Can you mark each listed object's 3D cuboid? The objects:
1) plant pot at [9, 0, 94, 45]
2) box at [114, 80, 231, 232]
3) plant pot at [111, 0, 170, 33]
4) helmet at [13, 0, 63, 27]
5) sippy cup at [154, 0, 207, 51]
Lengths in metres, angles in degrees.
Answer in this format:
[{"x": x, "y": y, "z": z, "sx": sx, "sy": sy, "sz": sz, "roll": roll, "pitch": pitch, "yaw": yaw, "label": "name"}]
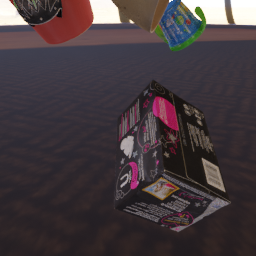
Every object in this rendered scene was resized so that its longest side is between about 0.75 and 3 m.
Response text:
[{"x": -2.042, "y": -3.573, "z": 7.540, "sx": 2.294, "sy": 2.030, "sz": 2.294, "roll": -14, "pitch": 45, "yaw": 15, "label": "plant pot"}, {"x": 0.301, "y": 0.215, "z": 2.282, "sx": 0.651, "sy": 0.565, "sz": 0.984, "roll": 28, "pitch": 38, "yaw": -24, "label": "box"}, {"x": 0.200, "y": -2.889, "z": 4.820, "sx": 1.369, "sy": 2.040, "sz": 2.040, "roll": 25, "pitch": 27, "yaw": 3, "label": "plant pot"}, {"x": -1.816, "y": -2.553, "z": 5.642, "sx": 1.016, "sy": 1.016, "sz": 0.968, "roll": 0, "pitch": 7, "yaw": -1, "label": "helmet"}, {"x": 1.500, "y": -3.180, "z": 8.473, "sx": 1.602, "sy": 1.174, "sz": 1.258, "roll": -30, "pitch": 30, "yaw": 27, "label": "sippy cup"}]
